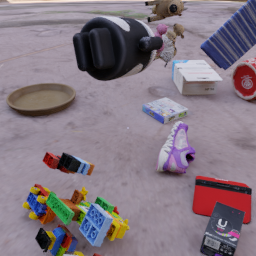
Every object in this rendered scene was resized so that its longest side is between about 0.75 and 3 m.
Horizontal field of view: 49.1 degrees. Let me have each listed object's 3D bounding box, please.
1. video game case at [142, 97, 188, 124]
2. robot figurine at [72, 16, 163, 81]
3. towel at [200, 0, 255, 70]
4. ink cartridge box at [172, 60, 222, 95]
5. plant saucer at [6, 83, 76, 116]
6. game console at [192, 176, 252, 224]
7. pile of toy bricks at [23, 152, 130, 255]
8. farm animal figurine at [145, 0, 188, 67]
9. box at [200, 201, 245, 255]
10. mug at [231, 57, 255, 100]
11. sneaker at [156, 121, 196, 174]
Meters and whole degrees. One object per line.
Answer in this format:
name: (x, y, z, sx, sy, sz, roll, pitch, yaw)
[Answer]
video game case: (1.257, -0.614, 9.572, 1.074, 0.269, 1.185, -18, 35, -28)
robot figurine: (-0.238, -1.731, 6.191, 1.596, 1.326, 2.125, 39, 33, 17)
towel: (2.584, -2.191, 6.338, 1.299, 1.795, 0.214, 22, 33, -45)
ink cartridge box: (2.726, -2.010, 11.411, 1.437, 0.841, 2.478, -2, 30, -3)
plant saucer: (-3.143, -1.081, 10.301, 2.470, 0.364, 2.470, 0, 31, 0)
game console: (2.010, 1.504, 6.074, 1.150, 0.683, 0.991, 8, 0, 13)
pile of toy bricks: (-0.679, 1.541, 5.062, 1.426, 1.602, 2.888, 27, -3, -39)
farm animal figurine: (1.303, -3.408, 9.127, 1.335, 2.656, 2.145, -7, -11, 8)
box: (1.717, 1.863, 5.061, 0.556, 0.483, 0.910, 17, 33, 23)
mug: (5.452, -1.935, 10.962, 2.676, 2.375, 1.785, -16, 70, -18)
sneaker: (1.355, 0.540, 7.219, 0.829, 0.754, 1.875, 17, 38, 15)
